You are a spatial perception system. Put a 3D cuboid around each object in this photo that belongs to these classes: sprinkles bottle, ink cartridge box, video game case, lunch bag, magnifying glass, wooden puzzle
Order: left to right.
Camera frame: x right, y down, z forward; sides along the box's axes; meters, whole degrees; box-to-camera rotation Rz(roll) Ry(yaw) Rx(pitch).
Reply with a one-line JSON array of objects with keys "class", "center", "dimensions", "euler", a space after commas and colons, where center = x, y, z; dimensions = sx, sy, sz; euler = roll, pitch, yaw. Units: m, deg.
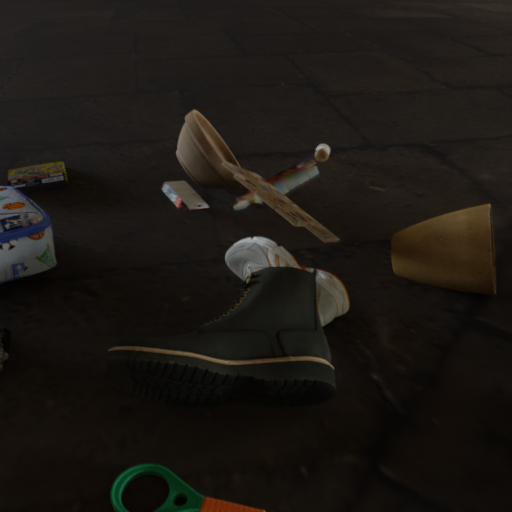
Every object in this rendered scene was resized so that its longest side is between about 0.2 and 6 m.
[{"class": "lunch bag", "center": [-4.655, -0.305, 9.104], "dimensions": [2.234, 1.053, 2.788], "euler": [-16, 27, -33]}, {"class": "video game case", "center": [-4.831, -1.720, 12.332], "dimensions": [1.240, 0.158, 1.121], "euler": [-13, 36, -17]}, {"class": "ink cartridge box", "center": [-1.418, -1.147, 11.232], "dimensions": [0.513, 0.237, 0.941], "euler": [-11, 48, -44]}, {"class": "magnifying glass", "center": [-0.725, 2.579, 5.828], "dimensions": [1.643, 0.184, 0.654], "euler": [6, 34, 13]}, {"class": "wooden puzzle", "center": [0.413, -1.403, 11.125], "dimensions": [2.168, 0.152, 1.286], "euler": [-32, 18, -22]}, {"class": "sprinkles bottle", "center": [1.540, -2.397, 13.010], "dimensions": [0.310, 0.310, 0.907], "euler": [5, 18, 7]}]

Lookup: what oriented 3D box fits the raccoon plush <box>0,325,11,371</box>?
[{"class": "raccoon plush", "center": [-4.280, 0.790, 6.405], "dimensions": [1.786, 2.474, 3.692], "euler": [5, 34, 8]}]

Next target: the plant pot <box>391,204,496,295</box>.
[{"class": "plant pot", "center": [2.978, -0.056, 8.934], "dimensions": [1.504, 1.402, 1.402], "euler": [-4, 29, 26]}]

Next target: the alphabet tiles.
[{"class": "alphabet tiles", "center": [0.435, -0.830, 9.039], "dimensions": [1.943, 0.088, 2.324], "euler": [40, 12, 11]}]

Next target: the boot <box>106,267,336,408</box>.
[{"class": "boot", "center": [-0.419, 0.895, 7.219], "dimensions": [2.721, 1.054, 1.882], "euler": [8, 50, -10]}]

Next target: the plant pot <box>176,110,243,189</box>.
[{"class": "plant pot", "center": [-1.067, -2.058, 11.796], "dimensions": [0.857, 1.856, 1.856], "euler": [-35, 33, 11]}]

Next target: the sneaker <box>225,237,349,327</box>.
[{"class": "sneaker", "center": [0.239, 0.445, 8.488], "dimensions": [2.237, 0.847, 1.029], "euler": [25, 45, 34]}]
